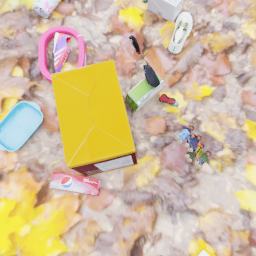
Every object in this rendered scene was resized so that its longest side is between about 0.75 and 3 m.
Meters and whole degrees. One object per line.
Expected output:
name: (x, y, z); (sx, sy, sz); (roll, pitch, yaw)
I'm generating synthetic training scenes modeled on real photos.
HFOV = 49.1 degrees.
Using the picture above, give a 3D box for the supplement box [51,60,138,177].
supplement box: (-0.971, -0.124, 9.371); (1.956, 2.946, 2.906); (-13, 74, 0)

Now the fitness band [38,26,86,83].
fitness band: (-2.711, -3.033, 11.542); (1.908, 0.497, 2.657); (-5, 73, -1)

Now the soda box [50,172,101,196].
soda box: (-1.860, 2.011, 10.052); (1.727, 0.547, 0.604); (8, 74, 3)

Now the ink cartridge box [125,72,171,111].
ink cartridge box: (0.694, -1.482, 10.327); (1.386, 1.876, 0.711); (-42, 88, -11)

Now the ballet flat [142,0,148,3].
ballet flat: (0.976, -5.883, 12.477); (0.806, 0.272, 0.257); (-32, 73, -8)

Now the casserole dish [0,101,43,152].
casserole dish: (-4.147, -0.043, 10.718); (1.299, 0.416, 2.145); (35, 78, 9)

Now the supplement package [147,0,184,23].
supplement package: (1.589, -5.358, 11.918); (1.333, 1.038, 0.739); (34, 77, 9)

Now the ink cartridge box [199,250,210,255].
ink cartridge box: (2.758, 4.828, 9.267); (1.444, 0.490, 0.838); (41, 78, 11)

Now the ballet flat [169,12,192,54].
ballet flat: (2.265, -4.131, 11.747); (0.746, 0.746, 2.149); (19, 75, 5)

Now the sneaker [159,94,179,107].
sneaker: (1.590, -1.016, 10.851); (0.370, 0.446, 0.933); (-57, 43, 4)

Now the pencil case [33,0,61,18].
pencil case: (-3.356, -5.610, 12.157); (0.768, 0.704, 1.694); (36, 75, -15)

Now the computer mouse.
computer mouse: (0.519, -2.221, 9.646); (0.351, 0.605, 2.065); (-33, 114, -1)

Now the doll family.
doll family: (2.251, 0.560, 9.540); (0.930, 0.632, 1.610); (-36, 106, -31)

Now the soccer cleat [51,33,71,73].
soccer cleat: (-2.745, -3.036, 11.497); (0.687, 0.641, 1.878); (3, 73, -8)
